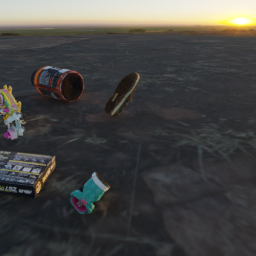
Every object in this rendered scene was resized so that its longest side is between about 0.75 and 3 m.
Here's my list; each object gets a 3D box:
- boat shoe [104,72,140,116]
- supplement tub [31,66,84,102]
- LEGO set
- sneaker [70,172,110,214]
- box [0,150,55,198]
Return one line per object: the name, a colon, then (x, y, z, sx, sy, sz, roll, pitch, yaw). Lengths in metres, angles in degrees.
boat shoe: (-0.110, -1.126, 9.579, 0.631, 1.707, 0.630, 19, 29, -49)
supplement tub: (-3.071, -1.911, 11.775, 2.396, 1.281, 1.281, 17, 28, 36)
LEGO set: (-4.050, -0.626, 8.388, 1.020, 1.260, 2.740, -13, 26, -37)
sneaker: (-0.711, 1.238, 5.253, 0.720, 0.499, 1.193, -44, -5, -9)
box: (-2.473, 0.933, 6.009, 1.485, 0.365, 1.197, 5, 25, 4)
